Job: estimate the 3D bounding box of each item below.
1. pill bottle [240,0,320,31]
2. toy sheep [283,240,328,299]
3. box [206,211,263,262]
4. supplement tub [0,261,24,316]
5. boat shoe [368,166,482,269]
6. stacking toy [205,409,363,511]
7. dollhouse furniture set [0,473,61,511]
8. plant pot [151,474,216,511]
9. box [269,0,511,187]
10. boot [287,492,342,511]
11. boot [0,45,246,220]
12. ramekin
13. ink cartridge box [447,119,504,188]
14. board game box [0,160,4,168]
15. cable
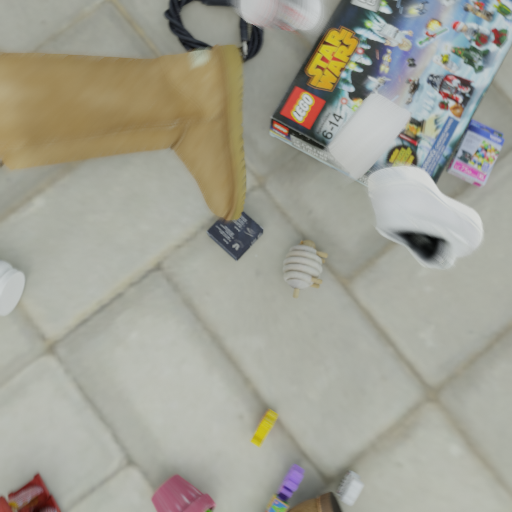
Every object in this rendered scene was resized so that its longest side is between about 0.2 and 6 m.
[{"bbox_3d":[0.331,-3.276,7.338,0.987,0.572,0.572,-6,79,-35],"label":"pill bottle"},{"bbox_3d":[0.838,0.225,9.987,0.774,0.774,1.122,13,66,2],"label":"toy sheep"},{"bbox_3d":[-0.380,-0.428,10.226,0.739,0.441,0.751,42,83,6],"label":"box"},{"bbox_3d":[-4.899,0.451,9.827,1.332,0.966,0.966,19,81,2],"label":"supplement tub"},{"bbox_3d":[2.376,-0.310,7.592,0.996,2.766,0.948,-6,71,31],"label":"boat shoe"},{"bbox_3d":[0.320,4.242,9.448,1.968,0.613,2.611,32,84,7],"label":"stacking toy"},{"bbox_3d":[-4.441,4.694,9.087,2.215,1.192,0.901,-36,83,1],"label":"dollhouse furniture set"},{"bbox_3d":[-1.266,4.160,9.324,0.828,0.925,0.925,41,83,22],"label":"plant pot"},{"bbox_3d":[2.719,-3.575,10.483,3.164,0.922,4.621,29,82,4],"label":"box"},{"bbox_3d":[1.263,5.314,9.100,1.040,1.015,2.757,-23,84,9],"label":"boot"},{"bbox_3d":[-1.843,-1.588,7.915,3.268,2.862,1.081,-8,38,-9],"label":"boot"},{"bbox_3d":[1.616,-1.798,8.247,0.645,1.230,1.230,38,83,-3],"label":"ramekin"},{"bbox_3d":[4.186,-1.967,10.586,0.713,0.251,1.195,26,80,4],"label":"ink cartridge box"},{"bbox_3d":[-5.875,-2.015,10.489,2.061,0.429,3.048,39,83,6],"label":"board game box"},{"bbox_3d":[-0.820,-4.564,10.855,1.646,0.513,2.018,-40,83,-6],"label":"cable"}]
